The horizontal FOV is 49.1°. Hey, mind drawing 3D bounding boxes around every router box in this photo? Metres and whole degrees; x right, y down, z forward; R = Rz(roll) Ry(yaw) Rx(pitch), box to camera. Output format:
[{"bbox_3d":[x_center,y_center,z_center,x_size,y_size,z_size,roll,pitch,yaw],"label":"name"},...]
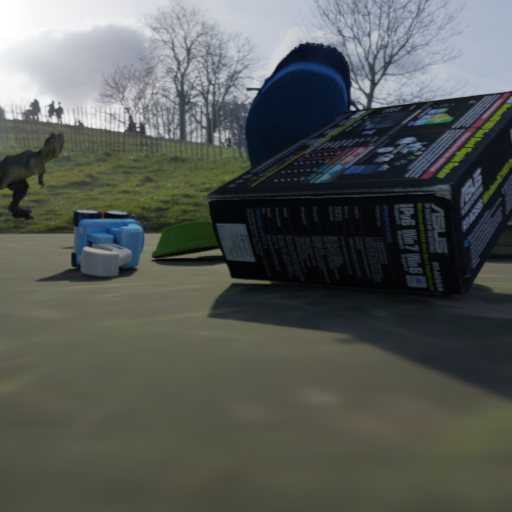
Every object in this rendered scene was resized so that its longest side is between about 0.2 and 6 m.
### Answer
[{"bbox_3d":[1.054,-0.601,4.425,1.783,0.739,2.379,2,28,38],"label":"router box"}]

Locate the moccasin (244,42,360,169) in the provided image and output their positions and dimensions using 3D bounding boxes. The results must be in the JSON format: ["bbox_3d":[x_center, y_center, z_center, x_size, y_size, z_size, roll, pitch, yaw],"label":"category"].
[{"bbox_3d":[0.455,-1.687,7.273,1.329,1.126,3.302,23,-21,-2],"label":"moccasin"}]

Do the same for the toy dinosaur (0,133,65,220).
[{"bbox_3d":[-2.949,-0.816,6.485,1.957,0.862,0.464,-13,-28,18],"label":"toy dinosaur"}]

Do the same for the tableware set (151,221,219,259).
[{"bbox_3d":[0.684,-0.322,8.480,3.018,0.687,4.479,-10,-1,29],"label":"tableware set"}]

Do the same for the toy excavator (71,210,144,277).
[{"bbox_3d":[-1.404,-0.084,5.442,1.174,0.586,1.141,13,12,38],"label":"toy excavator"}]

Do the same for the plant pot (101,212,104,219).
[{"bbox_3d":[-3.839,-0.652,13.502,0.935,0.827,0.935,-1,3,0],"label":"plant pot"}]

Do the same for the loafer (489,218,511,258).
[{"bbox_3d":[3.841,-0.485,8.423,2.891,0.975,1.099,-1,3,-21],"label":"loafer"}]
